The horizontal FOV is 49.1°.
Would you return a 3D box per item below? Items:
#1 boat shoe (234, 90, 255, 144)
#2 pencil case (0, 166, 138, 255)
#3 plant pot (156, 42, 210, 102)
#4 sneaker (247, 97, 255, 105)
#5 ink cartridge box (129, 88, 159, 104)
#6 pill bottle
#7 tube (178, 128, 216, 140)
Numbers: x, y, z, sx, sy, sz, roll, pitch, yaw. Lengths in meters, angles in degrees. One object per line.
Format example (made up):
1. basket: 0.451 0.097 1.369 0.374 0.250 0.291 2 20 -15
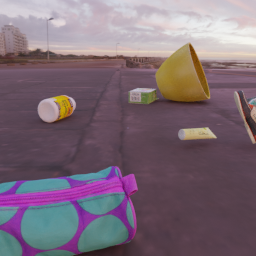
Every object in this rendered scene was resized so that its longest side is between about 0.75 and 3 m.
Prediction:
1. boat shoe: 2.908 -0.289 6.573 0.456 1.456 0.518 -23 21 20
2. pencil case: -1.010 0.938 2.957 2.125 0.982 0.904 -4 45 -19
3. plant pot: 2.474 -2.352 13.273 1.950 2.747 2.747 -19 6 24
4. sneaker: 5.312 -1.007 11.059 2.013 0.781 0.918 -4 11 -22
5. ink cartridge box: 0.814 -1.607 13.635 0.988 0.565 1.904 6 16 21
6. pill bottle: -2.405 -0.703 9.725 0.780 0.780 1.427 5 16 18
7. tube: 1.697 0.131 6.847 1.014 0.294 0.263 -1 -6 -29
